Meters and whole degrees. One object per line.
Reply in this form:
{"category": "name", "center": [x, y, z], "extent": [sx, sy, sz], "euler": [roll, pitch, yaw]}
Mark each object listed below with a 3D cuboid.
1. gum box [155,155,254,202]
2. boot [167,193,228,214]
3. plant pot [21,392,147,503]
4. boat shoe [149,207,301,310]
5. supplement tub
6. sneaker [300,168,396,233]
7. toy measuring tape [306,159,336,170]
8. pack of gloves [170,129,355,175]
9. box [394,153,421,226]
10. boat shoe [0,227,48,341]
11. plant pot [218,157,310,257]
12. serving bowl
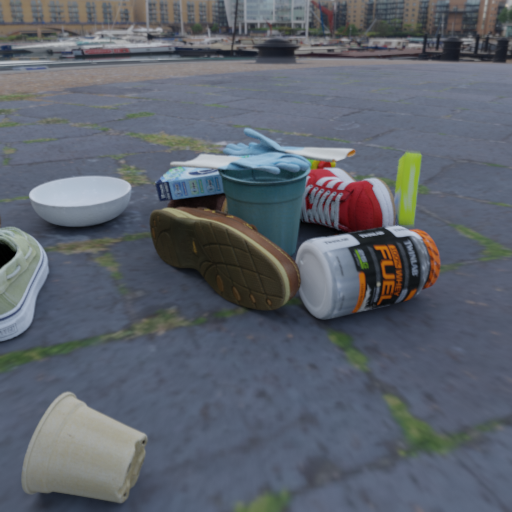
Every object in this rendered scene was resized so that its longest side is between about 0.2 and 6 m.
{"category": "gum box", "center": [-0.953, -1.765, 12.261], "extent": [2.056, 0.458, 1.747], "euler": [-7, 22, 11]}
{"category": "boot", "center": [-1.122, -1.037, 12.142], "extent": [1.668, 0.725, 2.005], "euler": [-7, 24, 12]}
{"category": "plant pot", "center": [-1.556, 1.894, 5.313], "extent": [0.879, 0.961, 0.961], "euler": [16, 27, 7]}
{"category": "boat shoe", "center": [-0.444, -0.184, 9.299], "extent": [1.182, 1.260, 3.501], "euler": [-21, 29, -34]}
{"category": "supplement tub", "center": [1.699, 0.204, 8.517], "extent": [1.986, 1.217, 1.217], "euler": [-11, 27, -21]}
{"category": "sneaker", "center": [1.251, -1.068, 11.213], "extent": [1.983, 1.256, 3.525], "euler": [-2, 17, -14]}
{"category": "toy measuring tape", "center": [1.333, -2.326, 14.683], "extent": [2.017, 0.742, 0.742], "euler": [-17, 30, -33]}
{"category": "pack of gloves", "center": [0.127, -1.969, 10.156], "extent": [2.636, 0.520, 2.214], "euler": [10, 22, 34]}
{"category": "box", "center": [2.866, -1.171, 10.757], "extent": [0.349, 1.465, 0.893], "euler": [6, 3, 7]}
{"category": "boat shoe", "center": [-3.965, 0.127, 8.893], "extent": [1.181, 1.017, 3.280], "euler": [-9, 26, -18]}
{"category": "plant pot", "center": [0.142, -0.838, 10.292], "extent": [1.644, 1.610, 1.644], "euler": [0, 26, 0]}
{"category": "serving bowl", "center": [-3.711, -1.099, 11.993], "extent": [2.081, 0.684, 2.081], "euler": [1, 25, 0]}
